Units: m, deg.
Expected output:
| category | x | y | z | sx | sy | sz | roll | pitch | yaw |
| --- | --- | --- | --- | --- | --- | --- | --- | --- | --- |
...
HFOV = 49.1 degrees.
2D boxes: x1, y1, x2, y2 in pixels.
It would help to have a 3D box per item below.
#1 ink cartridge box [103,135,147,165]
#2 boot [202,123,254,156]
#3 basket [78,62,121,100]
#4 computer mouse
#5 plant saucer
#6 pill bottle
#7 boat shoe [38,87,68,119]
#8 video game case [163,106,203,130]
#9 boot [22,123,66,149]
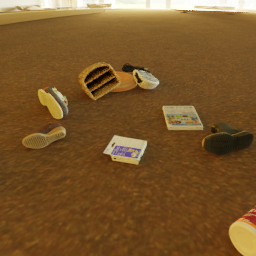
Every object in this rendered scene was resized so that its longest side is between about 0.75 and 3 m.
| category | x | y | z | sx | sy | sz | roll | pitch | yaw |
| --- | --- | --- | --- | --- | --- | --- | --- | --- | --- |
| ink cartridge box | -0.077 | 0.697 | 9.196 | 1.178 | 0.256 | 1.167 | 10 | 31 | 13 |
| boot | 3.039 | 0.283 | 9.598 | 2.001 | 0.775 | 1.384 | 0 | 22 | -27 |
| basket | -1.382 | -2.315 | 13.194 | 1.645 | 1.174 | 1.226 | -33 | 37 | -12 |
| computer mouse | 0.717 | -2.612 | 14.632 | 1.612 | 0.645 | 2.940 | 11 | 25 | -19 |
| plant saucer | -0.722 | -2.527 | 14.820 | 2.400 | 0.387 | 2.400 | -1 | 30 | 0 |
| pill bottle | 2.964 | 2.113 | 6.068 | 1.434 | 0.819 | 0.819 | -21 | 35 | -30 |
| boat shoe | -3.040 | -1.148 | 11.880 | 0.840 | 0.956 | 2.686 | -14 | 28 | -28 |
| video game case | 2.162 | -0.437 | 11.319 | 1.326 | 0.167 | 1.852 | 0 | 29 | 0 |
| boot | -3.002 | 0.231 | 9.961 | 1.506 | 0.545 | 1.253 | -14 | 20 | -21 |
